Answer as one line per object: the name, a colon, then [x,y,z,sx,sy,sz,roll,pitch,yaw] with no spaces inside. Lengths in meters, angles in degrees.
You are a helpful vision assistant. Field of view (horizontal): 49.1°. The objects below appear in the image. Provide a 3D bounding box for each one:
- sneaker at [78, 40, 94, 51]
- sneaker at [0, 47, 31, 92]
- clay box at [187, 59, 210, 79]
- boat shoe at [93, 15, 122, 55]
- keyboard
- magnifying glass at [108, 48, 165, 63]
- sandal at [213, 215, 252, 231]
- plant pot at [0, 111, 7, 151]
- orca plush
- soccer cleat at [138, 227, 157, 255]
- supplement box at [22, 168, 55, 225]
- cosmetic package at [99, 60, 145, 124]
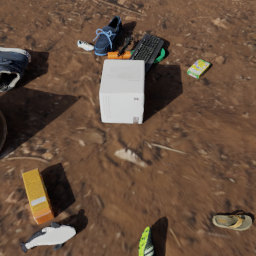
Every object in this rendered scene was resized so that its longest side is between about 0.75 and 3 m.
sneaker: [-2.018,-3.943,13.373,0.894,0.324,0.321,22,53,15]
sneaker: [-5.734,-2.493,11.685,2.873,1.092,2.076,-1,48,-2]
clay box: [3.125,-2.619,12.342,0.579,0.240,1.009,33,58,24]
boat shoe: [-1.022,-4.522,13.461,1.096,0.894,2.605,10,52,9]
keyboard: [0.412,-3.456,12.706,1.776,0.288,2.796,19,54,13]
magnifying glass: [0.396,-3.391,12.975,2.630,0.295,1.047,-2,53,-4]
sandal: [3.013,2.658,8.020,1.109,0.300,0.446,4,51,3]
plant pot: [-5.782,-0.089,9.047,2.503,2.528,2.528,24,54,28]
orca plush: [-2.190,3.005,7.760,1.444,0.513,0.760,-28,100,-16]
soccer cleat: [0.546,3.315,7.411,0.531,0.443,1.311,21,57,-14]
supplement box: [-2.700,2.016,8.398,0.547,0.529,1.589,-21,55,-17]
cosmetic package: [-0.170,-1.367,10.477,1.549,1.548,1.877,2,50,2]
